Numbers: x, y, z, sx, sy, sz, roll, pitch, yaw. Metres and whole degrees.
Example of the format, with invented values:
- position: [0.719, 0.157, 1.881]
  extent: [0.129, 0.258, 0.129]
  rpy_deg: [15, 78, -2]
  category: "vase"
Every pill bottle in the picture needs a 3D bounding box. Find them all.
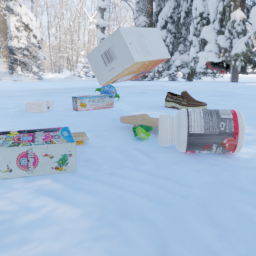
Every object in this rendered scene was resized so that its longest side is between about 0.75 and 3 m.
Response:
- position: [1.899, 0.076, 7.523]
  extent: [2.132, 1.180, 1.180]
  rpy_deg: [1, 12, 6]
  category: "pill bottle"

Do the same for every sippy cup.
- position: [-1.376, -2.237, 18.748]
  extent: [1.551, 1.218, 1.136]
  rpy_deg: [-14, 20, 10]
  category: "sippy cup"

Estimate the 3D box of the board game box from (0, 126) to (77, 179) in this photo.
- position: [-2.443, 0.533, 6.509]
  extent: [2.297, 0.738, 1.694]
  rpy_deg: [-3, 13, -17]
  category: "board game box"

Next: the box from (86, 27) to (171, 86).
- position: [0.061, -2.503, 9.792]
  extent: [1.759, 1.229, 2.311]
  rpy_deg: [-27, -2, 40]
  category: "box"

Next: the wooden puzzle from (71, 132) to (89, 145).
- position: [-1.801, 0.338, 8.579]
  extent: [1.094, 0.273, 1.181]
  rpy_deg: [-3, 8, -15]
  category: "wooden puzzle"

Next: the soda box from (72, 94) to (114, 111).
- position: [-1.933, -1.443, 15.576]
  extent: [2.305, 0.788, 0.733]
  rpy_deg: [-9, 15, -35]
  category: "soda box"

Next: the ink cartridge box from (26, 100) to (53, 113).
- position: [-4.671, -1.171, 14.875]
  extent: [0.946, 0.555, 1.292]
  rpy_deg: [1, 13, 9]
  category: "ink cartridge box"

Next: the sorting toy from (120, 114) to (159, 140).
- position: [0.761, -0.060, 9.994]
  extent: [2.103, 0.419, 2.846]
  rpy_deg: [15, 15, 35]
  category: "sorting toy"

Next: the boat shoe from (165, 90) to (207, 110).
- position: [3.098, -1.555, 15.471]
  extent: [1.053, 1.054, 2.850]
  rpy_deg: [-10, 16, -40]
  category: "boat shoe"

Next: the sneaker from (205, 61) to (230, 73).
- position: [2.795, -1.932, 8.643]
  extent: [0.843, 0.298, 0.412]
  rpy_deg: [8, -12, -21]
  category: "sneaker"
